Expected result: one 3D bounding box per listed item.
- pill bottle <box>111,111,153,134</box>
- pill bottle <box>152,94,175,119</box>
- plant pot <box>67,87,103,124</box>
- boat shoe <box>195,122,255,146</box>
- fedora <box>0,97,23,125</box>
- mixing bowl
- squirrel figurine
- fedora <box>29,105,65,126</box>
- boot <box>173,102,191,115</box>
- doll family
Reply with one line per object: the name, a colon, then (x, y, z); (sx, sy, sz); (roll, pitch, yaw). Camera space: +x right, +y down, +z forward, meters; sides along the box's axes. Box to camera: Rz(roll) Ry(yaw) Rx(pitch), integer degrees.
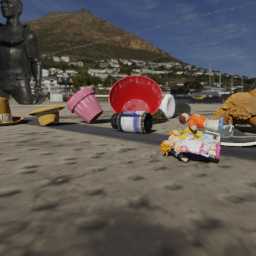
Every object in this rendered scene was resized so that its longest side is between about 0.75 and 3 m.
pill bottle: (0.108, -0.209, 9.245); (1.297, 0.725, 0.725); (4, 8, 32)
pill bottle: (1.279, -1.230, 15.758); (2.488, 1.359, 1.359); (4, 7, 32)
plant pot: (-1.800, -0.914, 12.346); (1.362, 1.219, 1.362); (-41, -6, -5)
boat shoe: (2.386, 0.142, 6.874); (1.698, 0.574, 0.610); (5, 6, 28)
fedora: (-6.083, -0.753, 12.068); (2.991, 1.220, 2.991); (0, 7, 0)
mixing bowl: (0.342, -1.080, 12.529); (2.311, 2.311, 1.252); (0, -27, 3)
squirrel figurine: (3.873, -0.576, 9.344); (2.250, 1.592, 2.100); (2, -1, -13)
fedora: (-3.259, -0.471, 11.510); (1.591, 0.649, 1.591); (-14, 0, 0)
boot: (2.764, -1.307, 18.810); (2.887, 1.118, 1.997); (15, 5, 13)
doll family: (1.218, 0.306, 5.453); (1.064, 0.773, 1.715); (9, 26, 17)
